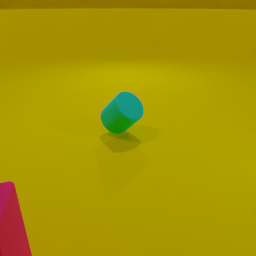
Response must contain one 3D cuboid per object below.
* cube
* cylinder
[{"bbox_3d":[-1.897,1.564,3.110,1.328,1.328,1.328,-11,14,-13],"label":"cube"},{"bbox_3d":[-0.169,-0.410,7.703,0.891,0.891,0.891,18,55,-27],"label":"cylinder"}]
